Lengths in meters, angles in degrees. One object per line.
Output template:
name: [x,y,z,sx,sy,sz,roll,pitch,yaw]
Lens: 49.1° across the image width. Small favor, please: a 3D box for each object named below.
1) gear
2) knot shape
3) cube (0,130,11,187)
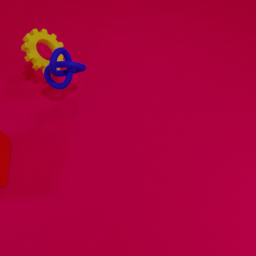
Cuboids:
gear: [-2.458,-2.264,8.284,0.240,1.300,1.300,-18,36,43]
knot shape: [-1.774,-1.518,7.490,1.076,1.150,0.531,-43,56,20]
cube: [-3.480,0.627,6.158,1.217,1.217,1.217,-9,63,4]
